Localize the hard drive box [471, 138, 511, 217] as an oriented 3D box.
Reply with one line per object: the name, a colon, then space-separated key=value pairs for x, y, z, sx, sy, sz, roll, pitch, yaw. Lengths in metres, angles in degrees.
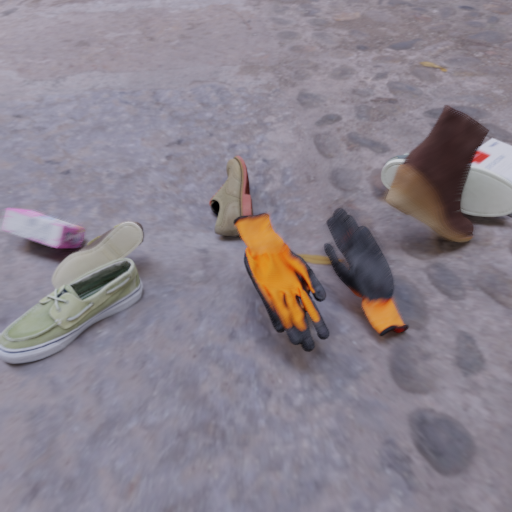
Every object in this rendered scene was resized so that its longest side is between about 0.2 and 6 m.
hard drive box: x=5.455 y=-1.621 z=11.983 sx=1.477 sy=0.728 sz=1.895 roll=-33 pitch=51 yaw=-32

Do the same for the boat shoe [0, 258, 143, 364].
boat shoe: x=-3.065 y=0.804 z=9.203 sx=2.556 sy=0.793 sz=0.920 roll=-32 pitch=51 yaw=-31

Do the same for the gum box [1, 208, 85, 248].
gum box: x=-3.992 y=-0.508 z=10.613 sx=1.332 sy=0.441 sz=0.756 roll=17 pitch=5 yaw=14

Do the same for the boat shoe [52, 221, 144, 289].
boat shoe: x=-2.778 y=0.006 z=9.947 sx=1.843 sy=0.662 sz=0.549 roll=-37 pitch=12 yaw=4

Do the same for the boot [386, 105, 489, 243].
boot: x=3.667 y=-1.403 z=10.210 sx=2.394 sy=1.991 sz=0.866 roll=21 pitch=19 yaw=-33

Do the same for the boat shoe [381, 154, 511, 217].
boat shoe: x=4.004 y=-1.557 z=11.492 sx=2.753 sy=1.002 sz=0.851 roll=15 pitch=33 yaw=18

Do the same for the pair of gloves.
pair of gloves: x=1.114 y=0.260 z=9.042 sx=2.741 sy=0.339 sz=2.442 roll=-5 pitch=59 yaw=-31

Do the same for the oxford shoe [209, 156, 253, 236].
oxford shoe: x=-0.556 y=-1.303 z=11.581 sx=0.876 sy=0.825 sz=2.343 roll=-7 pitch=41 yaw=0
